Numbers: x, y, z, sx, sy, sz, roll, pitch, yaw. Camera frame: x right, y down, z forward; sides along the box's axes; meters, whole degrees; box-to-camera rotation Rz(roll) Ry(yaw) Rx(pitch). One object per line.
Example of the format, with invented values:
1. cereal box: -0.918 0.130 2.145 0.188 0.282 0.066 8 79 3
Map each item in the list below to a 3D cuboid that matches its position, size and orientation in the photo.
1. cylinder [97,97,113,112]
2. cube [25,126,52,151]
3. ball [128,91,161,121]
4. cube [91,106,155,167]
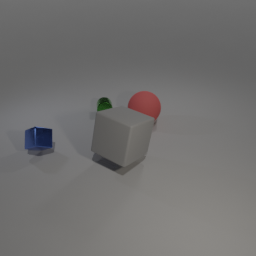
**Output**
1. cylinder: -1.063 -0.961 12.724 0.700 0.700 0.700 -4 27 -6
2. cube: -3.172 0.389 9.938 0.700 0.700 0.700 -15 -17 39
3. ball: 0.686 -0.855 11.797 1.400 1.400 1.400 0 30 0
4. cube: -0.173 0.216 9.175 1.400 1.400 1.400 23 24 29
